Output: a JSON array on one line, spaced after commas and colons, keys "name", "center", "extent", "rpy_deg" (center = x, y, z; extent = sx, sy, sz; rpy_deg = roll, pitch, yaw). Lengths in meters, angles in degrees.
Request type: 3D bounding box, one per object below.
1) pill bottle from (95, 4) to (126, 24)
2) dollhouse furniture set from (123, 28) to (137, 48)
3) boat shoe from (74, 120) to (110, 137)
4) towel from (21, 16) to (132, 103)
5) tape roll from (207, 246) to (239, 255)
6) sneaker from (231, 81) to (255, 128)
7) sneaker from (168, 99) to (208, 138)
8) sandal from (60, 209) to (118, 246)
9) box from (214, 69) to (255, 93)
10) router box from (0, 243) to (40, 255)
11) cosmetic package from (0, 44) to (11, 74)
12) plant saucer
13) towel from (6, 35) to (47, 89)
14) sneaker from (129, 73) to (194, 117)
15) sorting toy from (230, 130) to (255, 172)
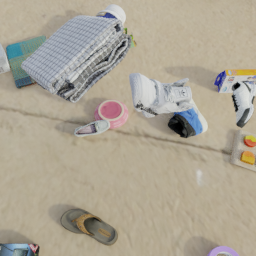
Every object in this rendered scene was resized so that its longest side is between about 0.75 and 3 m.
[{"name": "pill bottle", "center": [-1.056, -4.574, 13.024], "extent": [1.441, 1.441, 2.408], "rpy_deg": [19, 60, 11]}, {"name": "dollhouse furniture set", "center": [0.035, -4.325, 13.473], "extent": [0.524, 0.405, 1.049], "rpy_deg": [-18, 61, -10]}, {"name": "boat shoe", "center": [-1.364, 0.035, 10.706], "extent": [1.394, 0.447, 0.514], "rpy_deg": [-13, 95, -4]}, {"name": "towel", "center": [-1.608, -2.207, 8.894], "extent": [2.940, 1.258, 2.435], "rpy_deg": [-48, 46, -11]}, {"name": "tape roll", "center": [2.891, 4.115, 8.418], "extent": [1.016, 0.333, 1.016], "rpy_deg": [0, 59, 1]}, {"name": "sneaker", "center": [2.775, -0.595, 6.913], "extent": [0.556, 0.513, 1.391], "rpy_deg": [22, 56, 2]}, {"name": "sneaker", "center": [1.985, -0.601, 10.951], "extent": [1.248, 0.861, 2.244], "rpy_deg": [-20, 67, -22]}, {"name": "sandal", "center": [-1.235, 3.119, 8.900], "extent": [1.937, 0.529, 0.791], "rpy_deg": [24, 62, 14]}, {"name": "box", "center": [4.607, -1.925, 11.594], "extent": [1.920, 1.143, 0.398], "rpy_deg": [-3, 59, -1]}, {"name": "router box", "center": [-3.360, 4.247, 8.241], "extent": [1.186, 0.492, 1.582], "rpy_deg": [0, 59, 0]}, {"name": "cosmetic package", "center": [-5.925, -3.092, 12.408], "extent": [0.952, 0.946, 1.137], "rpy_deg": [-21, 60, -12]}, {"name": "plant saucer", "center": [-0.671, -0.634, 11.278], "extent": [1.378, 0.349, 1.378], "rpy_deg": [0, 60, 0]}, {"name": "towel", "center": [-4.389, -3.056, 12.799], "extent": [1.964, 0.291, 2.678], "rpy_deg": [-20, 62, -11]}, {"name": "sneaker", "center": [1.059, -1.075, 8.451], "extent": [1.672, 2.910, 1.093], "rpy_deg": [-11, 79, 12]}, {"name": "sorting toy", "center": [4.771, 0.884, 10.384], "extent": [1.671, 0.305, 1.547], "rpy_deg": [17, 60, 10]}]
